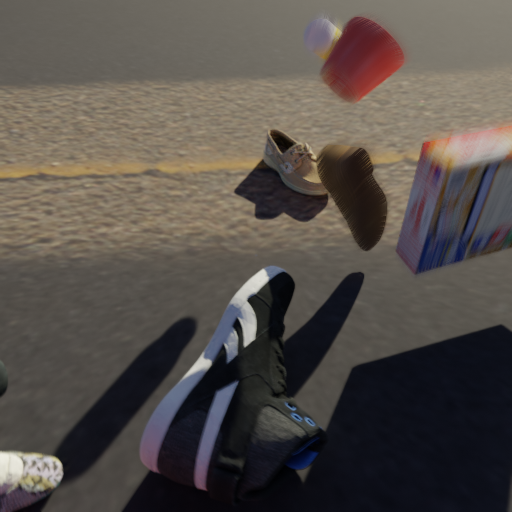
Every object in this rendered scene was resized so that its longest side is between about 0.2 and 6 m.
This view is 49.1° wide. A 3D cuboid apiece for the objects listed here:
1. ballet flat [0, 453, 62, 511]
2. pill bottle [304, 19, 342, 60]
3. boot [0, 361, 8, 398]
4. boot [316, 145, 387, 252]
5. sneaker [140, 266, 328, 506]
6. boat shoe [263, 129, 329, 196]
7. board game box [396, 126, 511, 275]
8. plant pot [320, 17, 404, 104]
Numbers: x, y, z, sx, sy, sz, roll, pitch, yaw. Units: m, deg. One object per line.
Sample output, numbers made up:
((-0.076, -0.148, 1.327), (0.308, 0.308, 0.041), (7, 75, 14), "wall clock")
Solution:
((-2.930, 2.324, 5.650), (1.810, 0.651, 0.651), (-10, 39, -13), "ballet flat")
((1.263, -3.831, 10.023), (0.552, 0.552, 0.982), (19, 13, 23), "pill bottle")
((-4.405, 1.502, 5.943), (2.630, 1.004, 2.210), (17, 21, 11), "boot")
((1.464, -0.896, 8.540), (0.709, 1.925, 0.726), (-43, 41, -21), "boot")
((0.190, 1.483, 6.487), (1.678, 1.096, 2.999), (21, 50, 19), "sneaker")
((0.789, -1.857, 10.965), (0.751, 0.676, 2.082), (-19, 42, -22), "boat shoe")
((3.244, -0.826, 7.639), (2.423, 1.835, 0.561), (-13, 45, -16), "board game box")
((1.420, -2.682, 7.847), (0.846, 0.957, 0.957), (-50, 49, 2), "plant pot")
